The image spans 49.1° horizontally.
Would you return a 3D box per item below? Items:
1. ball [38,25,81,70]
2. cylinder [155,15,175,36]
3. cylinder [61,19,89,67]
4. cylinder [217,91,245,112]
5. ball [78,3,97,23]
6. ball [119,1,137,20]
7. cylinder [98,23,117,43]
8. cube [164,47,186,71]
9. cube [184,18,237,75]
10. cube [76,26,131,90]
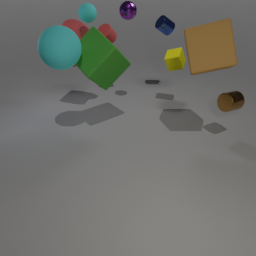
[{"bbox_3d":[-2.240,-2.629,9.211,1.400,1.400,1.400,0,29,0],"label":"ball"},{"bbox_3d":[1.777,-4.922,13.445,0.700,0.700,0.700,23,15,-32],"label":"cylinder"},{"bbox_3d":[-2.384,-3.550,11.743,1.400,1.400,1.400,11,60,19],"label":"cylinder"},{"bbox_3d":[3.747,-0.972,10.221,0.700,0.700,0.700,-13,31,-33],"label":"cylinder"},{"bbox_3d":[-1.544,-4.378,10.659,0.700,0.700,0.700,0,29,0],"label":"ball"},{"bbox_3d":[0.001,-4.642,11.072,0.700,0.700,0.700,0,29,0],"label":"ball"},{"bbox_3d":[-0.979,-4.442,13.233,0.700,0.700,0.700,15,-7,26],"label":"cylinder"},{"bbox_3d":[2.126,-3.077,12.581,0.700,0.700,0.700,-3,48,30],"label":"cube"},{"bbox_3d":[2.649,-2.567,9.142,1.400,1.400,1.400,-9,7,14],"label":"cube"},{"bbox_3d":[-1.029,-2.505,10.233,1.400,1.400,1.400,49,9,25],"label":"cube"}]
